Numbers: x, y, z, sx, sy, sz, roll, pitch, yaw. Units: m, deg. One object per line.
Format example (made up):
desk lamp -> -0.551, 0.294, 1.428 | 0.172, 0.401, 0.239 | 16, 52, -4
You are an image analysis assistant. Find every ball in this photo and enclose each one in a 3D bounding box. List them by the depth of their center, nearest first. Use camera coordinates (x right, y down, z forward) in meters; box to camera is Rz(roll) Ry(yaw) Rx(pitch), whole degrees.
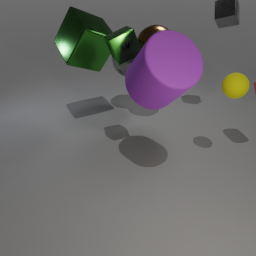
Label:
ball -> 2.932, -1.155, 7.648 | 0.700, 0.700, 0.700 | 0, 30, 0
ball -> 0.949, -2.809, 9.637 | 1.400, 1.400, 1.400 | 0, 30, 0
ball -> 0.075, -2.704, 11.006 | 1.400, 1.400, 1.400 | 0, 30, 0

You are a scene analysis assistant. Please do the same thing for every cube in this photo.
cube -> -0.129, -2.144, 7.270 | 0.700, 0.700, 0.700 | -26, 28, -2
cube -> 3.366, -3.913, 9.505 | 0.700, 0.700, 0.700 | -1, -8, 29
cube -> -1.456, -2.996, 9.609 | 1.400, 1.400, 1.400 | 2, 46, -44

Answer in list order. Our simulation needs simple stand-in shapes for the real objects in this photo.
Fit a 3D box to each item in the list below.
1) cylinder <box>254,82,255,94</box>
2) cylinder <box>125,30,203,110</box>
cylinder -> 4.225, -1.103, 8.442 | 0.700, 0.700, 0.700 | -9, -3, 0
cylinder -> 0.792, -1.303, 6.578 | 1.400, 1.400, 1.400 | -14, -10, -22
